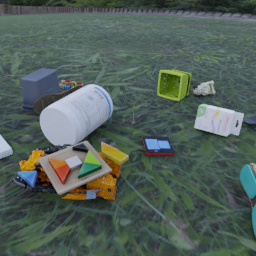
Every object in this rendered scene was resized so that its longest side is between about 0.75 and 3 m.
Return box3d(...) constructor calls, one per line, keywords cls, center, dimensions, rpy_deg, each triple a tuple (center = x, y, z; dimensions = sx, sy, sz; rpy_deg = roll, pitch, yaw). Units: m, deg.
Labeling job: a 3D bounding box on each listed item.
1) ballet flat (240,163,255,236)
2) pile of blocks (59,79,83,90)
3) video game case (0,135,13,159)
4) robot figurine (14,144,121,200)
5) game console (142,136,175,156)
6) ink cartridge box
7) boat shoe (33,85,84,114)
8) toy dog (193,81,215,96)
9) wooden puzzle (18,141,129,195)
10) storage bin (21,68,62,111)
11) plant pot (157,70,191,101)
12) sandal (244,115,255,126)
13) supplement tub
box3d(cls="ballet flat", center=(3.648, 1.926, 7.207), dimensions=(0.923, 0.997, 2.828), rpy_deg=(17, 34, 1))
box3d(cls="pile of blocks", center=(-3.167, -2.392, 15.417), dimensions=(1.535, 0.477, 0.630), rpy_deg=(6, 29, 11))
box3d(cls="video game case", center=(-5.834, 0.764, 9.864), dimensions=(2.697, 0.320, 2.455), rpy_deg=(-21, 35, -34))
box3d(cls="robot figurine", center=(-1.767, 1.328, 8.297), dimensions=(2.984, 0.869, 2.164), rpy_deg=(4, 29, 5))
box3d(cls="game console", center=(1.093, 0.631, 10.267), dimensions=(1.035, 0.182, 1.171), rpy_deg=(-3, 30, -4))
box3d(cls="ink cartridge box", center=(3.567, -0.283, 11.019), dimensions=(1.661, 0.973, 0.559), rpy_deg=(16, 19, 27))
box3d(cls="boat shoe", center=(-3.011, -1.213, 12.857), dimensions=(2.555, 0.919, 0.868), rpy_deg=(-16, 3, -2))
box3d(cls="toy dog", center=(3.866, -2.048, 14.595), dimensions=(1.027, 0.716, 0.995), rpy_deg=(-15, 20, -24))
box3d(cls="wooden puzzle", center=(-1.475, 0.976, 7.783), dimensions=(2.692, 0.315, 1.816), rpy_deg=(-26, 42, -33))
box3d(cls="storage bin", center=(-4.098, -1.908, 13.525), dimensions=(1.600, 1.476, 2.198), rpy_deg=(9, 31, 17))
box3d(cls="plant pot", center=(2.440, -2.271, 14.366), dimensions=(1.364, 1.371, 1.244), rpy_deg=(22, 30, 35))
box3d(cls="sandal", center=(5.336, -0.267, 11.862), dimensions=(1.311, 0.281, 0.499), rpy_deg=(-13, 37, -41))
box3d(cls="supplement tub", center=(-1.886, -0.522, 10.773), dimensions=(1.707, 1.707, 2.587), rpy_deg=(14, 32, 24))
